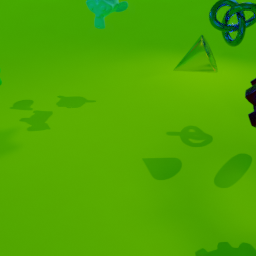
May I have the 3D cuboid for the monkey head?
[{"bbox_3d":[-0.856,-4.122,9.731,1.607,1.156,0.969,16,39,16],"label":"monkey head"}]

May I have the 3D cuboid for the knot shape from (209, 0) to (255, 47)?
[{"bbox_3d":[2.767,-2.940,7.527,1.206,1.289,0.596,37,48,6],"label":"knot shape"}]

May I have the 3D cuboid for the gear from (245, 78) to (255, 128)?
[{"bbox_3d":[2.267,-0.014,3.767,1.668,0.308,1.668,19,55,-28],"label":"gear"}]

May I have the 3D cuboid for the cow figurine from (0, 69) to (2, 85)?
[{"bbox_3d":[-3.673,-1.265,6.957,1.213,0.666,1.193,-5,47,16],"label":"cow figurine"}]

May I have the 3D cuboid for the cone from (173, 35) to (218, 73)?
[{"bbox_3d":[1.447,-1.508,6.438,0.908,0.905,0.905,-21,19,28],"label":"cone"}]
